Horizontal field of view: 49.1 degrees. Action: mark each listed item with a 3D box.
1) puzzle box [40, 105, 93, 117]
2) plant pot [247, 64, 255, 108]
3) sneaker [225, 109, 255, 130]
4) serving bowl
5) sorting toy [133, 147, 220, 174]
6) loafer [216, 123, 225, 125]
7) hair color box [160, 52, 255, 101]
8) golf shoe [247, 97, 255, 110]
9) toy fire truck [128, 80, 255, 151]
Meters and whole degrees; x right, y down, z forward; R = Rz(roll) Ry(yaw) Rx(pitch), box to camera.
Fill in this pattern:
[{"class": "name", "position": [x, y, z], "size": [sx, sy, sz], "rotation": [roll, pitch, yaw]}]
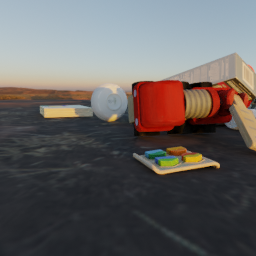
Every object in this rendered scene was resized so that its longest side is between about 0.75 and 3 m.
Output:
[{"class": "puzzle box", "position": [-2.881, -0.789, 12.699], "size": [1.992, 0.381, 2.995], "rotation": [-3, 7, -20]}, {"class": "plant pot", "position": [3.732, -1.322, 10.620], "size": [1.805, 1.982, 1.982], "rotation": [3, 7, 42]}, {"class": "sneaker", "position": [3.396, -0.200, 7.401], "size": [1.148, 0.632, 1.568], "rotation": [8, 2, -9]}, {"class": "serving bowl", "position": [-0.559, -0.877, 9.412], "size": [1.314, 1.314, 0.432], "rotation": [-4, 3, -27]}, {"class": "sorting toy", "position": [0.628, 0.412, 3.857], "size": [0.939, 0.171, 0.869], "rotation": [-2, 7, -17]}, {"class": "loafer", "position": [2.127, -0.538, 8.219], "size": [2.956, 0.931, 1.063], "rotation": [-4, 5, -39]}, {"class": "hair color box", "position": [2.478, -1.265, 9.231], "size": [1.478, 0.905, 2.985], "rotation": [26, -27, -38]}, {"class": "golf shoe", "position": [4.022, -0.367, 8.457], "size": [0.985, 0.863, 2.236], "rotation": [35, 8, 15]}, {"class": "toy fire truck", "position": [1.345, -0.281, 5.381], "size": [2.171, 1.587, 2.467], "rotation": [-2, -3, -18]}]
